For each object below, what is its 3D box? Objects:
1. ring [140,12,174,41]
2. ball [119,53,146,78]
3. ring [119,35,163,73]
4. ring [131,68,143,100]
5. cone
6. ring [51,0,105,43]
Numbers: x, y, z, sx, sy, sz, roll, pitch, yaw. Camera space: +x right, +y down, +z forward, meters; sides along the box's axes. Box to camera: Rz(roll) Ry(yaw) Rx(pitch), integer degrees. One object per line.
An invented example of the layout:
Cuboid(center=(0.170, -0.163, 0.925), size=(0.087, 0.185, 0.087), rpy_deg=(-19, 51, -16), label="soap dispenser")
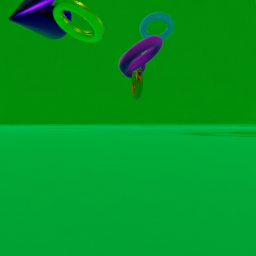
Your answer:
Cuboid(center=(1.134, -3.955, 11.067), size=(1.356, 0.271, 1.356), rpy_deg=(-3, -31, -2), label="ring")
Cuboid(center=(0.194, -2.773, 12.231), size=(1.168, 1.168, 1.168), rpy_deg=(0, 1, 0), label="ball")
Cuboid(center=(0.439, -2.516, 9.645), size=(1.755, 0.351, 1.755), rpy_deg=(-34, -5, -4), label="ring")
Cuboid(center=(0.354, -1.790, 11.150), size=(0.266, 1.328, 1.328), rpy_deg=(0, 1, -8), label="ring")
Cuboid(center=(-2.768, -3.207, 7.968), size=(1.648, 1.648, 1.654), rpy_deg=(0, 26, 28), label="cone")
Cuboid(center=(-1.358, -2.909, 7.638), size=(1.568, 0.314, 1.568), rpy_deg=(22, -15, 6), label="ring")
